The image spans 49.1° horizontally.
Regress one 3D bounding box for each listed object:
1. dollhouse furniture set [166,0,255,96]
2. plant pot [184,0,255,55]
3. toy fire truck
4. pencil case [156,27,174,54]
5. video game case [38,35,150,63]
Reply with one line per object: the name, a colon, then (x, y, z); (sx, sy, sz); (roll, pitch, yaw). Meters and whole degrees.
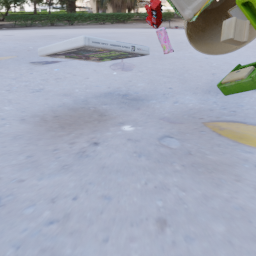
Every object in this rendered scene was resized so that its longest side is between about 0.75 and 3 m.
dollhouse furniture set: (1.522, -1.995, 5.089); (1.453, 2.907, 1.122); (-44, 12, -10)
plant pot: (2.523, -3.382, 7.673); (2.284, 2.284, 1.533); (-3, 52, -7)
toy fire truck: (0.605, -3.994, 9.102); (1.077, 0.372, 1.528); (38, -8, 16)
pencil case: (1.147, -2.697, 8.687); (0.355, 0.813, 0.355); (-22, 12, 5)
video game case: (-0.976, -2.114, 7.790); (2.168, 0.279, 2.385); (-6, 8, -41)
